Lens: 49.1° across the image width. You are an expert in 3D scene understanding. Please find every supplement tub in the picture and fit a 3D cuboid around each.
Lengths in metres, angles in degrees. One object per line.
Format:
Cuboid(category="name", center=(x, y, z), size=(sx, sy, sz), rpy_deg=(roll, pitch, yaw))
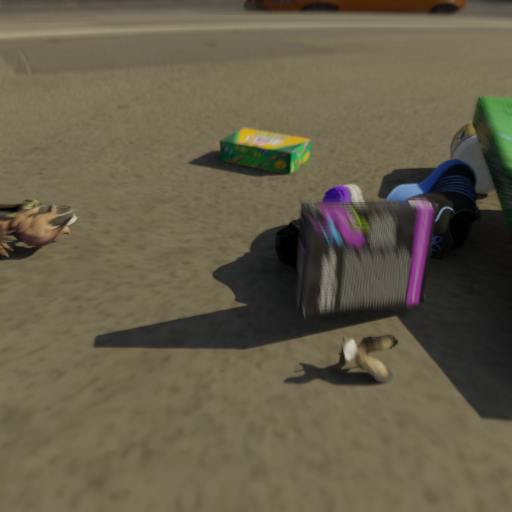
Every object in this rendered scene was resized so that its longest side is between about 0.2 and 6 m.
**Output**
Cuboid(category="supplement tub", center=(4.572, -2.069, 11.363), size=(1.208, 1.208, 1.670), rpy_deg=(8, 29, 14))

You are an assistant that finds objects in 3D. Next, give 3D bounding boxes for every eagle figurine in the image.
Cuboid(category="eagle figurine", center=(1.257, 1.099, 6.271), size=(0.629, 0.477, 0.474), rpy_deg=(10, 39, 18))

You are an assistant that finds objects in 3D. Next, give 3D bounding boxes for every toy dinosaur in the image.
Cuboid(category="toy dinosaur", center=(-3.559, -0.359, 8.776), size=(1.434, 0.616, 0.972), rpy_deg=(3, 29, 13))

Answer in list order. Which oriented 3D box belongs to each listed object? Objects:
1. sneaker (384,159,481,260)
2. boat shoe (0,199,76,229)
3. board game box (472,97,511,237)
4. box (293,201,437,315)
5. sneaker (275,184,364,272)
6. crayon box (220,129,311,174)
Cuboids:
Cuboid(category="sneaker", center=(3.144, -0.730, 9.242), size=(1.217, 1.095, 3.123), rpy_deg=(38, 40, 23))
Cuboid(category="boat shoe", center=(-3.962, -0.695, 9.557), size=(1.653, 0.498, 0.589), rpy_deg=(-9, 29, -16))
Cuboid(category="board game box", center=(5.070, -0.563, 7.733), size=(3.073, 0.688, 5.866), rpy_deg=(3, 42, 7))
Cuboid(category="box", center=(1.349, -0.009, 6.895), size=(1.829, 1.308, 0.330), rpy_deg=(-3, 17, -26))
Cuboid(category="sneaker", center=(0.955, -0.362, 8.486), size=(1.356, 0.948, 2.727), rpy_deg=(-1, 28, 2))
Cuboid(category="crayon box", center=(0.210, -2.378, 12.639), size=(1.786, 0.520, 1.061), rpy_deg=(15, 32, 25))
